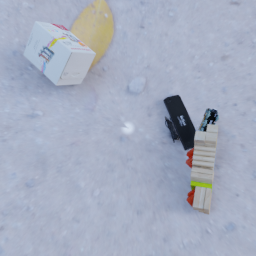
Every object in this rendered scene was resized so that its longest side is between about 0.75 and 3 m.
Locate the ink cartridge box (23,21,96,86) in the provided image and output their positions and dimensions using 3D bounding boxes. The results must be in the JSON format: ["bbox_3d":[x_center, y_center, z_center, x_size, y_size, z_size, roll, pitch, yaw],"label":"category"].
[{"bbox_3d":[-1.826,-1.976,7.530,1.443,1.048,1.044,42,118,15],"label":"ink cartridge box"}]

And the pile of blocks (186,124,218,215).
[{"bbox_3d":[1.781,1.004,6.955,0.687,0.908,2.212,6,88,19],"label":"pile of blocks"}]

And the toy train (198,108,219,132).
[{"bbox_3d":[2.057,-0.114,7.214,0.365,0.488,0.856,19,103,-2],"label":"toy train"}]

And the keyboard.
[{"bbox_3d":[1.366,-0.131,7.775,0.831,0.316,1.597,-12,72,-27],"label":"keyboard"}]
